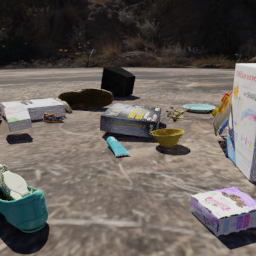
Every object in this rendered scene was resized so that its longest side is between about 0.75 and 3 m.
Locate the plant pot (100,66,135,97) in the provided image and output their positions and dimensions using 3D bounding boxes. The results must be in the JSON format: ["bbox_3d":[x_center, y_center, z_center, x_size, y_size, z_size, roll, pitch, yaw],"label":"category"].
[{"bbox_3d":[-0.544,-2.821,17.601,1.580,1.782,1.777,18,21,24],"label":"plant pot"}]

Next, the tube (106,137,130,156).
[{"bbox_3d":[-0.320,0.540,7.856,0.402,0.261,1.037,-13,23,-19],"label":"tube"}]

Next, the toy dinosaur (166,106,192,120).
[{"bbox_3d":[2.078,-0.598,11.941,0.756,0.435,1.496,27,34,27],"label":"toy dinosaur"}]

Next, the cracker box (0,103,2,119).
[{"bbox_3d":[-5.745,-0.352,9.987,1.808,0.779,2.699,-3,16,-11],"label":"cracker box"}]

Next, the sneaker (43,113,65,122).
[{"bbox_3d":[-2.959,-0.416,11.156,0.860,0.332,0.337,2,14,3],"label":"sneaker"}]

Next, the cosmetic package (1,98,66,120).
[{"bbox_3d":[-4.106,-0.807,12.135,2.287,0.591,1.724,-10,21,-32],"label":"cosmetic package"}]

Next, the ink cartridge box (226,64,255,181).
[{"bbox_3d":[3.464,-0.396,6.400,1.732,2.767,1.778,0,15,2],"label":"ink cartridge box"}]

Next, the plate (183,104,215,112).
[{"bbox_3d":[3.379,-0.939,13.349,1.500,0.192,1.500,1,16,0],"label":"plate"}]

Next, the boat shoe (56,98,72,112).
[{"bbox_3d":[-3.110,-1.010,13.229,1.353,0.488,0.439,29,68,40],"label":"boat shoe"}]

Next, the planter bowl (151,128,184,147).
[{"bbox_3d":[1.177,0.310,8.271,0.975,0.406,0.975,-5,12,1],"label":"planter bowl"}]

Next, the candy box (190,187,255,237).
[{"bbox_3d":[1.637,1.349,4.644,0.932,0.333,0.782,-5,16,-19],"label":"candy box"}]

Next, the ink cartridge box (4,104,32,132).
[{"bbox_3d":[-3.707,-0.406,9.362,0.706,0.406,1.206,-15,39,-24],"label":"ink cartridge box"}]

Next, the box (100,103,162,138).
[{"bbox_3d":[0.199,-0.349,10.145,1.879,0.573,2.372,8,16,9],"label":"box"}]

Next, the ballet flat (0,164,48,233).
[{"bbox_3d":[-2.128,1.051,4.926,2.164,0.762,0.729,13,18,39],"label":"ballet flat"}]

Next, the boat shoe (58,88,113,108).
[{"bbox_3d":[-2.073,-1.580,14.106,2.806,1.027,0.909,2,20,7],"label":"boat shoe"}]

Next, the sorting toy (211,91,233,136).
[{"bbox_3d":[2.849,-0.548,8.381,0.341,1.409,2.503,30,-4,24],"label":"sorting toy"}]
